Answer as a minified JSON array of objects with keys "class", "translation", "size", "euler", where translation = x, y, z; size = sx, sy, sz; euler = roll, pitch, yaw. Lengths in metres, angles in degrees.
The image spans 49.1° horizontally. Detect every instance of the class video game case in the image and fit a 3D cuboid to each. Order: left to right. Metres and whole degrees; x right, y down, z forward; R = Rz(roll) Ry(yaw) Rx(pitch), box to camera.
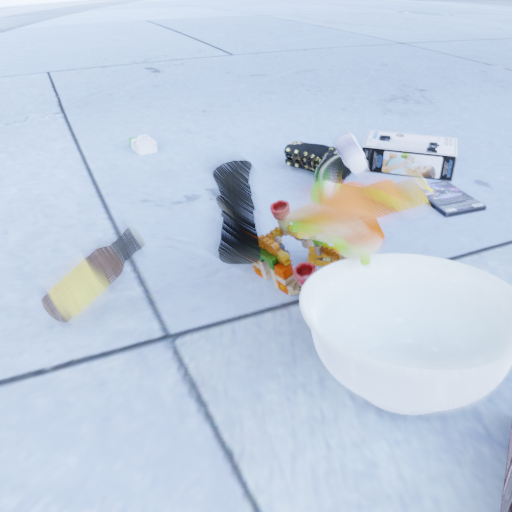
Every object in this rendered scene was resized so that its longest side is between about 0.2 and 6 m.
[{"class":"video game case","translation":[4.683,-1.424,13.795],"size":[1.131,0.150,1.583],"euler":[-11,33,-16]}]

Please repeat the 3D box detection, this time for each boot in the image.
[{"class":"boot","translation":[-0.327,-0.731,8.972],"size":[0.667,1.325,1.772],"euler":[-5,25,-2]},{"class":"boot","translation":[1.486,-2.416,14.737],"size":[1.805,0.863,2.390],"euler":[13,29,24]}]

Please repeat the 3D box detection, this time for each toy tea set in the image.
[{"class":"toy tea set","translation":[1.485,-0.375,8.058],"size":[1.707,1.063,2.871],"euler":[-19,-4,36]}]

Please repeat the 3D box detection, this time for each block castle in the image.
[{"class":"block castle","translation":[0.691,-0.214,10.716],"size":[1.431,1.004,2.141],"euler":[-37,45,-22]}]

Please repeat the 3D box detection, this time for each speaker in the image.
[{"class":"speaker","translation":[1.444,-0.989,9.474],"size":[1.062,0.470,0.470],"euler":[6,25,-35]}]

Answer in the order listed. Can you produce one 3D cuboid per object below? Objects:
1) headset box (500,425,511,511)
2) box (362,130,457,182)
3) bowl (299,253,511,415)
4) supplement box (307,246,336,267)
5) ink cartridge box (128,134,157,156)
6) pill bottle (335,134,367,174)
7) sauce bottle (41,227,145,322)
[{"class":"headset box","translation":[4.102,2.576,6.525],"size":[2.096,1.058,2.819],"euler":[14,35,21]},{"class":"box","translation":[4.200,-2.790,15.402],"size":[2.468,0.742,1.439],"euler":[10,33,15]},{"class":"bowl","translation":[2.212,1.250,8.150],"size":[3.205,1.441,3.205],"euler":[-2,25,1]},{"class":"supplement box","translation":[1.544,0.016,11.311],"size":[1.010,0.336,0.347],"euler":[3,32,3]},{"class":"ink cartridge box","translation":[-3.346,-3.284,16.579],"size":[0.579,0.333,0.793],"euler":[-18,36,-26]},{"class":"pill bottle","translation":[2.098,-2.227,12.296],"size":[0.484,0.484,0.808],"euler":[-11,59,-18]},{"class":"sauce bottle","translation":[-2.623,0.295,9.161],"size":[1.898,0.614,0.614],"euler":[-39,36,6]}]
